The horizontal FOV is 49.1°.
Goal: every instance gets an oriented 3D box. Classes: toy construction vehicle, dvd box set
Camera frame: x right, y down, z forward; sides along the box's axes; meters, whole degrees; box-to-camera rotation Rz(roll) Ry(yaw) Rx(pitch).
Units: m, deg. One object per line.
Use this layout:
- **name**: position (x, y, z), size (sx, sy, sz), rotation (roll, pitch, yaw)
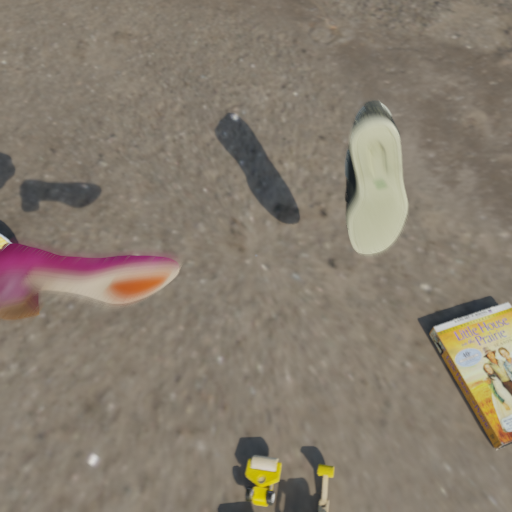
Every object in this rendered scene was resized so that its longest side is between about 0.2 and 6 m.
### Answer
- **toy construction vehicle**: position (0.366, 3.712, 7.763), size (1.478, 0.598, 1.697), rotation (-1, 52, 13)
- **dvd box set**: position (4.006, 1.873, 9.088), size (1.528, 0.307, 2.088), rotation (-15, 57, -11)

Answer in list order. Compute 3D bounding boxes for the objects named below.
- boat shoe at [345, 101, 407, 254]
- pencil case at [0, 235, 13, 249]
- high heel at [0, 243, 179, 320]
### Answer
- **boat shoe**: position (1.638, -1.001, 7.783), size (0.821, 2.286, 0.773), rotation (-5, 41, 5)
- **pencil case**: position (-5.092, 0.595, 9.558), size (1.072, 0.982, 2.363), rotation (18, 57, 5)
- **high heel**: position (-1.552, 0.042, 5.083), size (1.642, 0.554, 0.789), rotation (-9, 55, -10)
